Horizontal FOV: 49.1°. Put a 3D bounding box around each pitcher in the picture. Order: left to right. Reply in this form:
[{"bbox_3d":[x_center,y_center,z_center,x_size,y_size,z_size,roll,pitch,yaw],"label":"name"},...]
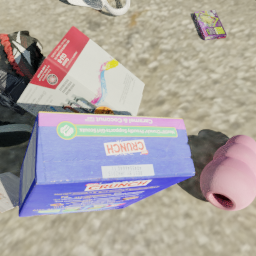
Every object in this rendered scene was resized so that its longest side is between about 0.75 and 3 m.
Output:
[{"bbox_3d":[-0.736,-5.843,10.801,2.501,1.767,2.915,26,74,-3],"label":"pitcher"}]

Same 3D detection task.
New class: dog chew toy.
[{"bbox_3d":[2.680,0.994,7.068,1.323,1.323,2.124,27,55,14],"label":"dog chew toy"}]

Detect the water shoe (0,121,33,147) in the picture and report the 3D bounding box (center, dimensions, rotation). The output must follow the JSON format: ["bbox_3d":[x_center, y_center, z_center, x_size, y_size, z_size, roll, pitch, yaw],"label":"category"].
[{"bbox_3d":[-3.906,0.005,7.805,2.479,0.886,0.978,-9,60,-5],"label":"water shoe"}]

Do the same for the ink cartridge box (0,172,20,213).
[{"bbox_3d":[-2.914,1.578,6.602,1.240,1.540,0.386,27,100,14],"label":"ink cartridge box"}]

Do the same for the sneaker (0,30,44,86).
[{"bbox_3d":[-3.274,-2.259,9.058,1.281,0.927,2.622,-25,62,-12],"label":"sneaker"}]

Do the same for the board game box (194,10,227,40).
[{"bbox_3d":[3.034,-3.833,10.394,0.830,0.223,1.383,-5,60,-8],"label":"board game box"}]

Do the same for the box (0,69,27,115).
[{"bbox_3d":[-3.494,-1.073,8.263,1.020,1.120,0.583,23,60,14],"label":"box"}]

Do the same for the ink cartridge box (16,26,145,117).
[{"bbox_3d":[-1.029,-0.830,6.756,2.296,1.669,1.661,36,39,-18],"label":"ink cartridge box"}]

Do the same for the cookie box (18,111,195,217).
[{"bbox_3d":[-0.639,0.841,5.299,2.503,2.926,1.100,2,65,-25],"label":"cookie box"}]
